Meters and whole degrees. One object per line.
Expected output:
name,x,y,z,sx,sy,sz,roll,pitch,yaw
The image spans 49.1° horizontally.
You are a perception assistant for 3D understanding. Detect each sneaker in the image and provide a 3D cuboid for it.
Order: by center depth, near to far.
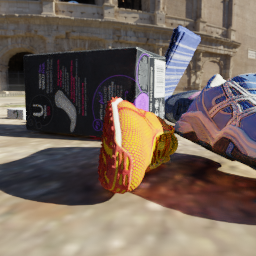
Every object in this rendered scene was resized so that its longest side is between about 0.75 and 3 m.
sneaker,1.424,-0.088,3.045,1.043,1.061,2.755,25,2,-23
sneaker,0.182,0.104,3.448,0.971,0.918,2.516,10,11,4
sneaker,1.815,-0.459,6.919,1.204,1.030,2.935,-1,5,-45

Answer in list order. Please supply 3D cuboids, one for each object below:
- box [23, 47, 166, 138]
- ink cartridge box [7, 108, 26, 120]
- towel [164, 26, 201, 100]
box,-0.766,-0.781,6.442,2.936,1.795,1.557,5,8,27
ink cartridge box,-3.762,-0.516,9.972,0.862,0.363,0.630,4,9,28
towel,1.168,-1.510,8.386,0.347,2.911,2.107,34,24,17
